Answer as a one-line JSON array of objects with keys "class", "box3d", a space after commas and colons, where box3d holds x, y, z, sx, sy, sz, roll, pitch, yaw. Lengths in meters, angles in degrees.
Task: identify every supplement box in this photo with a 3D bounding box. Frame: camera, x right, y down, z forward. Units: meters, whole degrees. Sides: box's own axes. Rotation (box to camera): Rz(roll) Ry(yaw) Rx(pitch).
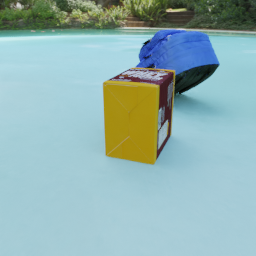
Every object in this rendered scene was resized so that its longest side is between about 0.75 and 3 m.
[{"class": "supplement box", "box3d": [0.355, -0.425, 7.186, 1.274, 1.893, 1.919, 8, 24, 19]}]

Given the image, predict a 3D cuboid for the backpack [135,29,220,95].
[{"class": "backpack", "box3d": [1.750, -2.556, 10.673, 2.327, 2.403, 2.863, -19, -2, -31]}]
